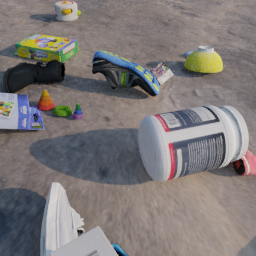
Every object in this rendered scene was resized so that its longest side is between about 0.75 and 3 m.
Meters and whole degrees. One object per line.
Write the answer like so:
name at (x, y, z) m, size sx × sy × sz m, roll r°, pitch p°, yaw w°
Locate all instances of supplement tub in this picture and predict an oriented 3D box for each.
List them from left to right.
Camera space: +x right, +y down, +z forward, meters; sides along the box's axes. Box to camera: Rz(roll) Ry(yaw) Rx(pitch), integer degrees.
supplement tub at (1.563, 0.329, 7.046) m, size 2.348 × 1.648 × 1.648 m, roll -10°, pitch 39°, yaw -13°

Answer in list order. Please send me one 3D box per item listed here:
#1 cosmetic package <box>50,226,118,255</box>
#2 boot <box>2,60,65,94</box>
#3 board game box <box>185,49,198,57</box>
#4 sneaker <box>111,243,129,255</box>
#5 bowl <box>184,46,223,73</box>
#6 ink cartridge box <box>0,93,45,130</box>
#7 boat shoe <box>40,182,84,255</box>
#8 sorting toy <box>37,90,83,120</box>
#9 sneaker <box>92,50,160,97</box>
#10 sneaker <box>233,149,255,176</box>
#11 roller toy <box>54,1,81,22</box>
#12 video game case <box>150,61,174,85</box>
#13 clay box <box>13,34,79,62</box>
cosmetic package at (-0.455, 2.474, 4.109) m, size 0.797 × 1.878 × 1.011 m, roll -23°, pitch 43°, yaw -26°
boot at (-3.485, -2.001, 10.712) m, size 1.871 × 0.851 × 2.227 m, roll -1°, pitch 31°, yaw 5°
board game box at (3.235, -3.409, 13.101) m, size 0.806 × 0.176 × 0.810 m, roll -27°, pitch 45°, yaw -29°
sneaker at (0.000, 2.675, 4.941) m, size 0.495 × 0.554 × 1.353 m, roll -24°, pitch 44°, yaw -28°
bowl at (3.202, -2.937, 11.717) m, size 1.595 × 0.858 × 1.595 m, roll 2°, pitch 26°, yaw -1°
ink cartridge box at (-3.982, -0.566, 8.524) m, size 2.709 × 0.568 × 1.616 m, roll 5°, pitch 28°, yaw -25°
boat shoe at (-1.273, 2.056, 5.611) m, size 0.801 × 0.842 × 2.338 m, roll 11°, pitch 27°, yaw -21°
sorting toy at (-2.283, -0.830, 9.361) m, size 1.834 × 0.632 × 0.636 m, roll 18°, pitch 32°, yaw 22°
sneaker at (-0.089, -1.875, 10.367) m, size 2.798 × 1.159 × 0.992 m, roll 27°, pitch 24°, yaw 9°
sneaker at (3.103, 0.763, 7.579) m, size 0.601 × 0.511 × 1.387 m, roll 9°, pitch 40°, yaw -10°
roller toy at (-3.850, -7.311, 17.414) m, size 1.389 × 1.064 × 1.523 m, roll 18°, pitch 41°, yaw 22°
video game case at (1.323, -2.158, 11.029) m, size 0.760 × 0.136 × 0.689 m, roll -42°, pitch 97°, yaw -20°
clay box at (-3.942, -3.806, 13.213) m, size 2.761 × 0.657 × 1.586 m, roll 14°, pitch 39°, yaw 17°
